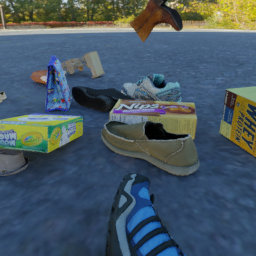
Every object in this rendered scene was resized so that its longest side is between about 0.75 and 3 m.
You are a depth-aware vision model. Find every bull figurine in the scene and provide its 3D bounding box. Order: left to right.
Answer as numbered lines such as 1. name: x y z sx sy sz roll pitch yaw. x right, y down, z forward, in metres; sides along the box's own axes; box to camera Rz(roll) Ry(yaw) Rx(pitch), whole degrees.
1. bull figurine: -3.449 -2.224 12.313 1.910 0.622 1.160 20 28 36

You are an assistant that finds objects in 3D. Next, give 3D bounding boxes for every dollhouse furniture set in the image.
1. dollhouse furniture set: -2.241 -2.941 13.885 1.801 1.172 1.654 -12 15 30

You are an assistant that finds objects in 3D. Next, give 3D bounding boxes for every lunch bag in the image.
1. lunch bag: -2.388 -1.563 9.404 0.799 1.699 1.279 -2 24 -5

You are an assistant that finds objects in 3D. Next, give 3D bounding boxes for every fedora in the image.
1. fedora: -2.593 0.650 5.933 0.920 0.416 0.814 3 23 6

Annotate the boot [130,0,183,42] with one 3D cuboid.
1. boot: 0.804 -3.018 8.269 1.377 1.296 0.471 -39 4 43

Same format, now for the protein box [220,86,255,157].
1. protein box: 3.598 -0.179 6.771 1.839 1.250 1.852 -7 24 -16

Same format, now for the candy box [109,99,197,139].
1. candy box: 0.715 -0.294 7.830 2.266 0.640 1.322 5 23 9

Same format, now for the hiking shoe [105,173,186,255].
1. hiking shoe: 0.227 1.544 3.516 1.044 0.895 2.407 9 34 2

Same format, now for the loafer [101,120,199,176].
1. loafer: 0.446 0.187 6.372 2.602 0.906 0.978 17 29 35

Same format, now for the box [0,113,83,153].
1. box: -2.090 0.067 6.382 1.438 0.593 2.451 4 11 8

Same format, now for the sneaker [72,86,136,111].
1. sneaker: -0.868 -1.045 9.632 2.134 0.641 1.113 24 33 34

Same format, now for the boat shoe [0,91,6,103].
1. boat shoe: -4.697 -1.115 10.141 0.318 0.298 0.862 0 23 -1

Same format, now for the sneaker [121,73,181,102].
1. sneaker: 0.795 -1.316 9.458 1.082 1.203 2.788 -18 29 -35
